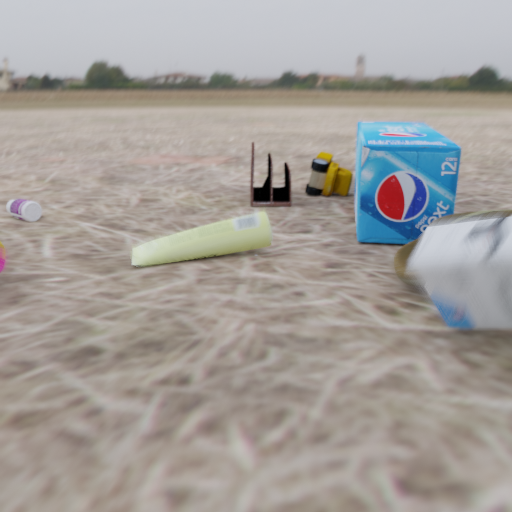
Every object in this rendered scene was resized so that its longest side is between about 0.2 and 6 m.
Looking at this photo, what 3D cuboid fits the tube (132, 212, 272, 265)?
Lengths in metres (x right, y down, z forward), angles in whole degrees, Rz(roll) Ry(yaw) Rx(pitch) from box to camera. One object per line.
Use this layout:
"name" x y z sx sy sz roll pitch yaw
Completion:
"tube" -0.797 -0.193 8.158 2.026 0.526 0.588 -12 -22 -9

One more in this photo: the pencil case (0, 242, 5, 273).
"pencil case" -4.138 -0.207 6.907 2.220 0.981 0.981 21 26 29

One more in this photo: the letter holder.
"letter holder" 0.287 -1.790 11.873 0.841 1.189 1.673 0 18 -1

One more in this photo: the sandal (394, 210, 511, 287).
"sandal" 2.716 -0.063 7.458 1.030 0.693 2.565 5 26 46

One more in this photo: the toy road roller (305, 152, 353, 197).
"toy road roller" 1.670 -1.748 12.498 0.938 0.789 1.285 16 25 8

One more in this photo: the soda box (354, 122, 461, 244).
"soda box" 2.621 -1.575 10.553 1.487 1.571 4.633 3 18 9

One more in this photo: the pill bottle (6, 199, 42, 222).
"pill bottle" -4.283 -0.849 10.286 0.674 0.379 0.379 13 22 35

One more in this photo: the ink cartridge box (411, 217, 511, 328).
"ink cartridge box" 2.327 0.170 5.266 1.351 0.980 0.566 -6 39 45
